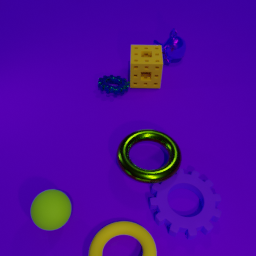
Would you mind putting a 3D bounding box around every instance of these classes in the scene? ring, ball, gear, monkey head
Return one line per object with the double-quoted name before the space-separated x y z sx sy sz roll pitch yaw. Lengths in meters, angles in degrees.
"ring" 0.568 0.716 7.551 1.759 0.352 1.759 0 47 0
"ball" -1.808 1.923 6.606 0.924 0.924 0.924 0 51 0
"gear" 1.426 1.855 7.030 1.737 0.321 1.737 0 51 0
"ring" -0.121 2.731 6.175 1.497 0.299 1.497 -2 37 2
"gear" -0.502 -1.515 9.731 1.080 0.200 1.080 6 36 -4
"monkey head" 1.590 -3.096 10.539 0.983 1.630 1.173 -41 63 4

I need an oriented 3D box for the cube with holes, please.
"cube with holes" 0.618 -2.145 9.799 1.058 1.058 1.058 1 50 1
